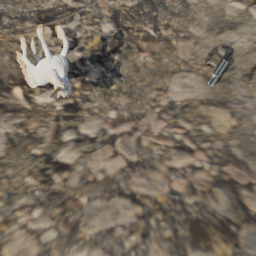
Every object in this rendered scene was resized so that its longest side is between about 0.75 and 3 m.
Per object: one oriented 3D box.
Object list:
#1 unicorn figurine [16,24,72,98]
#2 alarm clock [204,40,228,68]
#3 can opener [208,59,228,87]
[{"bbox_3d":[-1.996,-1.561,6.967,0.972,2.633,1.808,-12,95,-29],"label":"unicorn figurine"},{"bbox_3d":[2.499,-2.096,7.886,0.296,0.599,0.888,35,101,-12],"label":"alarm clock"},{"bbox_3d":[2.493,-1.500,7.725,0.217,0.274,0.823,26,98,-27],"label":"can opener"}]
